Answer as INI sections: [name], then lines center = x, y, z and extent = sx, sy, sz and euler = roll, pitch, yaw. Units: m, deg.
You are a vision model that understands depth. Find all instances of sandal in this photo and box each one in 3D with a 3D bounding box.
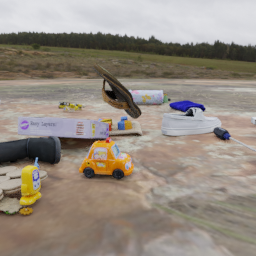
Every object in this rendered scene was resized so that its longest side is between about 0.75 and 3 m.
[sandal]
center = -0.401, -1.003, 9.251
extent = 1.159, 0.774, 2.836
euler = 43, -6, 32

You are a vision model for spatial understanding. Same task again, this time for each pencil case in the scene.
[pencil case]
center = 1.054, -1.838, 16.772
extent = 2.158, 0.897, 0.979
euler = 1, 11, 2

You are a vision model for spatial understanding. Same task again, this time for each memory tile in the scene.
[memory tile]
center = -2.575, 1.090, 5.047
extent = 1.474, 0.161, 1.923
euler = 1, 12, 33

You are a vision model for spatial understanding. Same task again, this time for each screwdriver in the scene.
[screwdriver]
center = 3.082, 0.318, 8.297
extent = 0.355, 0.341, 2.442
euler = 28, 8, -7

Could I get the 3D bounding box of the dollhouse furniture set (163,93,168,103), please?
[dollhouse furniture set]
center = 1.800, -1.811, 17.324
extent = 1.296, 0.648, 0.500
euler = -2, 9, 36

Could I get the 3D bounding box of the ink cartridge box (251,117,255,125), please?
[ink cartridge box]
center = 5.604, -0.228, 11.043
extent = 1.168, 0.254, 1.014
euler = 2, 13, 8

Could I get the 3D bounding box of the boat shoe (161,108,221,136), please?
[boat shoe]
center = 2.269, -0.286, 9.900
extent = 2.480, 0.850, 0.893
euler = -5, 13, -19

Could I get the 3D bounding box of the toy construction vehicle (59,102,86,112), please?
[toy construction vehicle]
center = -2.984, -1.069, 14.588
extent = 1.342, 0.473, 1.168
euler = 8, 3, 19

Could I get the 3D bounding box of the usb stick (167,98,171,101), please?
[usb stick]
center = 2.321, -1.926, 18.828
extent = 1.087, 0.177, 0.301
euler = 4, 7, 17

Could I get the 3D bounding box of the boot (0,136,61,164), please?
[boot]
center = -2.718, 0.563, 6.394
extent = 2.010, 0.660, 1.657
euler = -2, -1, -32

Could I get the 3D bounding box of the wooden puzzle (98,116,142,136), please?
[wooden puzzle]
center = -0.462, -0.103, 10.048
extent = 1.886, 0.437, 1.747
euler = 0, 12, 0

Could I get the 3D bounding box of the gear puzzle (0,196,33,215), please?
[gear puzzle]
center = -1.891, 1.300, 4.581
extent = 0.808, 0.106, 0.418
euler = 7, 12, 19

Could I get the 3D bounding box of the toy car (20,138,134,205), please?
[toy car]
center = -0.794, 0.719, 5.334
extent = 1.186, 0.805, 2.419
euler = 5, 10, 26

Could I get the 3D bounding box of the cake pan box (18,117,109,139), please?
[cake pan box]
center = -1.831, 0.006, 8.287
extent = 2.181, 0.570, 2.009
euler = 3, -4, 8

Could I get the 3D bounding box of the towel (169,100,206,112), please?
[towel]
center = 3.120, -1.180, 14.878
extent = 1.279, 0.429, 1.732
euler = -4, 13, -20
